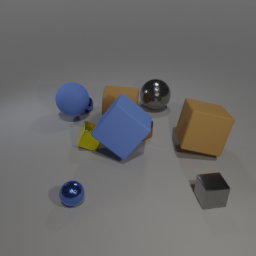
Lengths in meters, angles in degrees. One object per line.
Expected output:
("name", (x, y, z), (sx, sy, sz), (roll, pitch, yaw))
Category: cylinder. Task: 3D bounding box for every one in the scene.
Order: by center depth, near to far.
("cylinder", (-0.301, -1.052, 11.834), (1.400, 1.400, 1.400), (6, 31, 4))

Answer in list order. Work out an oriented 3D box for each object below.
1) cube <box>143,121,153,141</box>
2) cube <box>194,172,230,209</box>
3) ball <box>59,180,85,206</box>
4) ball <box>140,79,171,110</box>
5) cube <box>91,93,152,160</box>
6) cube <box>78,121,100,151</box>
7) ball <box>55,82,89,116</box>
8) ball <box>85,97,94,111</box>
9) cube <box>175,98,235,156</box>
("cube", (0.474, 0.022, 10.782), (0.700, 0.700, 0.700), (-22, 37, -34))
("cube", (2.341, 1.756, 7.871), (0.700, 0.700, 0.700), (-5, 31, -8))
("ball", (-1.555, 1.811, 7.774), (0.700, 0.700, 0.700), (0, 31, 0))
("ball", (1.235, -1.513, 12.677), (1.400, 1.400, 1.400), (0, 31, 0))
("cube", (-0.174, -0.082, 9.472), (1.400, 1.400, 1.400), (38, 20, -9))
("cube", (-1.369, 0.290, 10.114), (0.700, 0.700, 0.700), (21, 25, -21))
("ball", (-2.324, -1.217, 11.736), (1.400, 1.400, 1.400), (0, 31, 0))
("ball", (-1.916, -1.107, 12.698), (0.700, 0.700, 0.700), (0, 31, 0))
("cube", (2.561, -0.057, 9.646), (1.400, 1.400, 1.400), (12, 22, -5))
